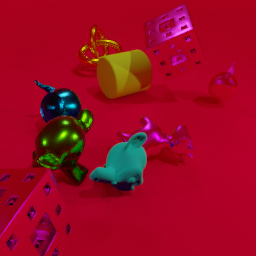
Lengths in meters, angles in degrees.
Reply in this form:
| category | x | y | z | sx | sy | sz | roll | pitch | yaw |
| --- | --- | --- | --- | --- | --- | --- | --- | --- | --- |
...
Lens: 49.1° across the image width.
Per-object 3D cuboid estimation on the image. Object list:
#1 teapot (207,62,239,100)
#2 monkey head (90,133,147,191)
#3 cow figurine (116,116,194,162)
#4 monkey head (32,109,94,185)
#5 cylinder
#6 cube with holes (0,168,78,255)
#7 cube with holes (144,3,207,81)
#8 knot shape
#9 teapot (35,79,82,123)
| category | x | y | z | sx | sy | sz | roll | pitch | yaw |
| --- | --- | --- | --- | --- | --- | --- | --- | --- | --- |
| teapot | 2.853 | -1.314 | 8.281 | 0.886 | 1.425 | 0.698 | 23 | 60 | 9 |
| monkey head | -0.196 | 0.686 | 5.392 | 1.082 | 1.504 | 0.906 | 13 | 52 | -26 |
| cow figurine | 0.643 | 0.366 | 6.276 | 1.496 | 0.821 | 1.472 | -31 | 49 | -20 |
| monkey head | -1.174 | 0.441 | 5.500 | 1.320 | 1.106 | 1.836 | 42 | 38 | -9 |
| cylinder | -0.122 | -1.713 | 8.916 | 1.324 | 1.324 | 1.324 | -18 | 38 | -27 |
| cube with holes | -1.691 | 1.451 | 3.917 | 1.255 | 1.255 | 1.255 | -4 | 32 | 20 |
| cube with holes | 1.326 | -2.403 | 7.954 | 1.286 | 1.286 | 1.286 | -19 | 48 | 21 |
| knot shape | -1.131 | -2.868 | 10.483 | 1.617 | 1.728 | 0.798 | -42 | 15 | -28 |
| teapot | -1.806 | -0.537 | 7.184 | 1.775 | 1.103 | 0.869 | 57 | 27 | 16 |
